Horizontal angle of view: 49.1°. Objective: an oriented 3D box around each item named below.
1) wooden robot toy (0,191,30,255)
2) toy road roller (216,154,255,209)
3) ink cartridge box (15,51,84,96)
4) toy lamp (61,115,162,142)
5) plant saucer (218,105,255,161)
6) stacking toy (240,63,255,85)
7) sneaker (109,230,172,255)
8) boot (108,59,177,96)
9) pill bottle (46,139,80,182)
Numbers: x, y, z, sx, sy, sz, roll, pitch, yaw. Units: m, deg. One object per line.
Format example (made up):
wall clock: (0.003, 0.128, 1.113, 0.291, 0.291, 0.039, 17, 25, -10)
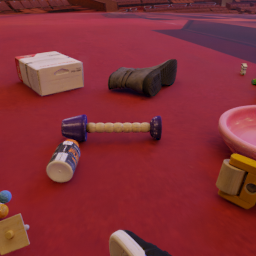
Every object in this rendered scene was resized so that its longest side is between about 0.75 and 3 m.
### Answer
wooden robot toy: (-2.481, 1.436, 4.353, 2.512, 1.107, 1.140, 3, -8, 7)
toy road roller: (2.363, 0.978, 5.083, 1.285, 0.790, 0.938, 22, 22, 28)
ink cartridge box: (-3.123, -2.221, 11.073, 1.824, 1.030, 2.485, -18, 32, -32)
toy lamp: (-0.415, 0.012, 7.099, 2.476, 0.721, 0.721, 2, 27, -3)
plant saucer: (3.498, 0.273, 6.524, 2.735, 0.693, 2.735, -1, 27, 0)
stacking toy: (5.823, -2.267, 11.798, 1.572, 0.490, 2.085, 2, 27, 3)
sneaker: (0.759, 1.889, 3.393, 1.153, 0.753, 2.061, -17, 39, -36)
boot: (0.642, -2.157, 11.015, 1.964, 1.041, 2.983, 13, 27, 29)
pill bottle: (-1.325, 0.639, 5.952, 0.548, 0.548, 1.031, 1, 27, 2)
